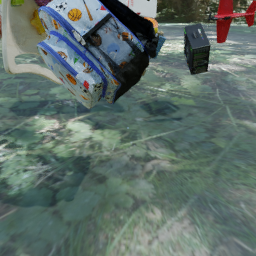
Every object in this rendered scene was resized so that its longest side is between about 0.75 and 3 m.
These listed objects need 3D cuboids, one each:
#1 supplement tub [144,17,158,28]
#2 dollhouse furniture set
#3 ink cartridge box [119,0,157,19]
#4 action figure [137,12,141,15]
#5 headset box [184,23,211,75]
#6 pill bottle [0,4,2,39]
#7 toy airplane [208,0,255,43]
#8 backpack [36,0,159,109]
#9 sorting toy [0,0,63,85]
[{"bbox_3d":[0.595,-3.595,10.815,0.776,1.267,0.776,14,54,-20],"label":"supplement tub"},{"bbox_3d":[0.261,-2.845,9.258,1.069,1.639,1.547,11,37,-29],"label":"dollhouse furniture set"},{"bbox_3d":[-0.544,-4.144,8.640,2.773,1.597,0.941,5,-4,-13],"label":"ink cartridge box"},{"bbox_3d":[0.491,-2.421,7.581,0.700,1.415,0.462,-3,-8,25],"label":"action figure"},{"bbox_3d":[2.238,-2.605,9.174,0.587,1.265,1.101,-11,57,3],"label":"headset box"},{"bbox_3d":[-3.419,-3.117,7.205,1.192,1.192,2.125,21,69,37],"label":"pill bottle"},{"bbox_3d":[2.915,-3.073,7.724,1.541,1.541,0.283,-6,35,-13],"label":"toy airplane"},{"bbox_3d":[-0.712,-1.420,5.067,1.597,1.975,2.073,-37,-1,-16],"label":"backpack"},{"bbox_3d":[-1.721,-2.196,5.952,1.410,2.376,2.639,13,5,37],"label":"sorting toy"}]
